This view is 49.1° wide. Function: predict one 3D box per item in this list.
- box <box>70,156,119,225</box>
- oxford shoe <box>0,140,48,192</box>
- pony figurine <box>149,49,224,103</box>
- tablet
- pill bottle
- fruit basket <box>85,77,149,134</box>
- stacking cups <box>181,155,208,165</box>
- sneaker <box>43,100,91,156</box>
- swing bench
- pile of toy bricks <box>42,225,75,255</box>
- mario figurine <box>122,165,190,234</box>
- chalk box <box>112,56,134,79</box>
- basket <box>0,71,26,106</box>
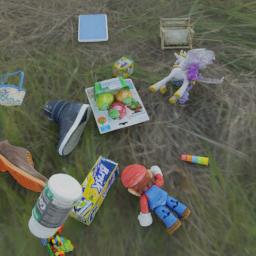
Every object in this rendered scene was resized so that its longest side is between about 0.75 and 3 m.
[{"bbox_3d":[-1.097,2.025,9.312,0.749,0.688,2.139,21,56,16],"label":"box"},{"bbox_3d":[-3.691,1.224,9.754,2.866,1.022,1.045,28,53,20],"label":"oxford shoe"},{"bbox_3d":[2.503,-2.264,11.910,2.467,2.129,2.556,22,70,38],"label":"pony figurine"},{"bbox_3d":[-1.921,-5.513,15.380,1.570,0.165,2.413,-4,54,-3],"label":"tablet"},{"bbox_3d":[-1.544,1.645,5.843,0.723,1.279,0.723,27,22,-12],"label":"pill bottle"},{"bbox_3d":[-0.469,-1.015,11.424,2.076,1.051,2.242,-16,57,-12],"label":"fruit basket"},{"bbox_3d":[2.436,1.159,10.274,0.956,0.289,0.289,7,53,12],"label":"stacking cups"},{"bbox_3d":[-2.624,-0.094,10.767,1.725,0.908,2.387,14,53,9],"label":"sneaker"},{"bbox_3d":[2.476,-4.879,14.409,1.551,1.012,1.559,-1,48,0],"label":"swing bench"},{"bbox_3d":[-1.953,3.525,8.258,0.748,0.841,1.515,-1,29,-36],"label":"pile of toy bricks"},{"bbox_3d":[0.782,2.223,9.214,2.472,1.310,1.526,43,27,16],"label":"mario figurine"},{"bbox_3d":[-0.142,-2.815,13.017,0.654,0.658,1.054,34,61,23],"label":"chalk box"},{"bbox_3d":[-4.138,-1.399,9.924,1.028,0.811,1.165,-6,73,28],"label":"basket"}]
